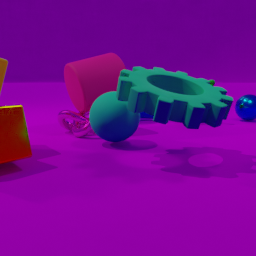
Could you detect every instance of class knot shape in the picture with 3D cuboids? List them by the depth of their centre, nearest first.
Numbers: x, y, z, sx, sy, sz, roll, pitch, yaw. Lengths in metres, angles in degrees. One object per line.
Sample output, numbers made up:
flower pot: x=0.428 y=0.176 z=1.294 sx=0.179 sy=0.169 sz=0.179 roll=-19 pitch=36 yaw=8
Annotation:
knot shape: x=-0.937 y=-0.168 z=6.618 sx=1.236 sy=0.571 sz=1.157 roll=8 pitch=13 yaw=39

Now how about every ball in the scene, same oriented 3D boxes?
ball: x=-0.255 y=-0.214 z=5.425 sx=0.979 sy=0.979 sz=0.979 roll=0 pitch=10 yaw=0
ball: x=3.648 y=-0.620 z=8.455 sx=0.794 sy=0.794 sz=0.794 roll=0 pitch=10 yaw=0

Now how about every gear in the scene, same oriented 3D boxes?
gear: x=0.690 y=-0.529 z=4.308 sx=1.708 sy=0.316 sz=1.708 roll=9 pitch=26 yaw=-4

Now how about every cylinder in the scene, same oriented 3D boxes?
cylinder: x=-0.747 y=-1.074 z=6.611 sx=1.162 sy=1.162 sz=1.162 roll=-21 pitch=19 yaw=-25

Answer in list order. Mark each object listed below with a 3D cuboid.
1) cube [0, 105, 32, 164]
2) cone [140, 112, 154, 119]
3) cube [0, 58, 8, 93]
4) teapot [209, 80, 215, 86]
cube: x=-1.928 y=0.134 z=3.925 sx=0.762 sy=0.762 sz=0.762 roll=-10 pitch=1 yaw=43
cone: x=0.457 y=-0.661 z=8.600 sx=1.586 sy=1.580 sz=1.580 roll=30 pitch=6 yaw=-9
cube: x=-2.684 y=-0.838 z=4.622 sx=0.928 sy=0.928 sz=0.928 roll=12 pitch=7 yaw=-42
teapot: x=1.887 y=-0.813 z=8.234 sx=0.860 sy=1.093 sz=1.757 roll=-4 pitch=-31 yaw=-35
